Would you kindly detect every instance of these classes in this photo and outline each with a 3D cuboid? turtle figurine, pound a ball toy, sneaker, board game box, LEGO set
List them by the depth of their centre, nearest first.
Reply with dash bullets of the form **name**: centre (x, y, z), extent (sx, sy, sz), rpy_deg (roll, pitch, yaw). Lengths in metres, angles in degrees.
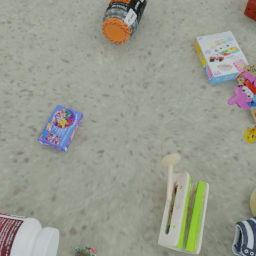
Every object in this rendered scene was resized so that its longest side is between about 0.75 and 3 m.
- **LEGO set**: centre (2.692, -0.111, 5.727), extent (2.109, 0.804, 0.865), rpy_deg (44, 103, -8)
- **sneaker**: centre (3.781, 3.757, 7.426), extent (1.530, 0.988, 2.820), rpy_deg (-9, 64, -2)
- **turtle figurine**: centre (-1.238, 3.567, 7.845), extent (0.644, 0.433, 0.860), rpy_deg (27, 73, 13)
- **pound a ball toy**: centre (1.353, 2.136, 8.057), extent (1.563, 1.018, 2.397), rpy_deg (28, 62, -25)
- **board game box**: centre (-2.291, 0.001, 9.630), extent (0.979, 0.326, 1.456), rpy_deg (19, 65, 9)
- **board game box**: centre (3.652, -2.797, 10.959), extent (1.569, 0.414, 2.051), rpy_deg (-11, 64, -6)

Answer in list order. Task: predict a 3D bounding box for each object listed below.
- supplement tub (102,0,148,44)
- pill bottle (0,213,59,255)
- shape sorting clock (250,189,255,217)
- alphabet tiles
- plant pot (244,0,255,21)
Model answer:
- **supplement tub**: centre (-0.143, -4.641, 11.309), extent (1.425, 1.425, 2.325), rpy_deg (15, 64, 7)
- **pill bottle**: centre (-3.270, 3.074, 7.481), extent (2.579, 1.457, 1.457), rpy_deg (7, 64, 5)
- **shape sorting clock**: centre (4.380, 2.361, 8.498), extent (1.347, 0.264, 1.347), rpy_deg (0, 68, 0)
- **alphabet tiles**: centre (5.261, -1.245, 10.136), extent (2.178, 0.083, 2.617), rpy_deg (-14, 75, -7)
- **plant pot**: centre (5.678, -5.234, 11.751), extent (1.334, 1.335, 1.177), rpy_deg (41, 86, 18)
